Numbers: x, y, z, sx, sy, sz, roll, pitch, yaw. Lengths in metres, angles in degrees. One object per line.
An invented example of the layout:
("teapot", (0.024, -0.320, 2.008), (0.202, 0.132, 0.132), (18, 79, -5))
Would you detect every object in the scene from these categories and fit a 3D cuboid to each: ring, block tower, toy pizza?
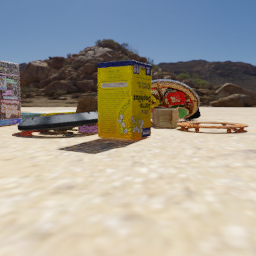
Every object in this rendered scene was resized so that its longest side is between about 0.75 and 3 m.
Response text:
("ring", (2.508, -0.039, 8.399), (2.056, 0.197, 2.056), (-1, 6, 0))
("block tower", (1.285, -0.408, 10.076), (0.654, 0.611, 2.261), (-1, 5, -3))
("toy pizza", (1.511, -0.956, 11.355), (2.711, 0.429, 2.711), (8, -30, 5))

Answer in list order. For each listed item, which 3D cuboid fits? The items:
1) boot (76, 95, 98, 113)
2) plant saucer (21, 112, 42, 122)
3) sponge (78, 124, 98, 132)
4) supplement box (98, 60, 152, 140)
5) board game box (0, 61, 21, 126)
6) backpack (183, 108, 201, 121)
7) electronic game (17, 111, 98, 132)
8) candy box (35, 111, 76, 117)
("boot", (-0.914, -0.609, 9.784), (2.892, 1.091, 1.065), (7, 6, 44))
("plant saucer", (-5.187, -0.490, 12.438), (2.596, 0.356, 2.596), (0, 5, 0))
("sponge", (-0.919, -0.038, 8.199), (0.766, 0.205, 1.373), (0, 6, 5))
("supplement box", (-0.062, -0.616, 6.376), (0.921, 1.681, 0.915), (3, 6, 32))
("board game box", (-4.842, -1.192, 9.909), (1.743, 2.186, 1.059), (2, 6, 21))
("backpack", (2.858, -0.715, 12.727), (0.856, 0.898, 0.692), (1, -9, -30))
("electronic game", (-1.798, -0.140, 7.687), (2.331, 0.485, 2.331), (-5, 5, 0))
("candy box", (-3.759, -0.722, 14.815), (1.427, 0.369, 2.792), (6, 8, 31))
